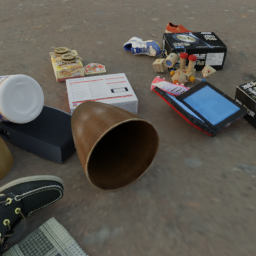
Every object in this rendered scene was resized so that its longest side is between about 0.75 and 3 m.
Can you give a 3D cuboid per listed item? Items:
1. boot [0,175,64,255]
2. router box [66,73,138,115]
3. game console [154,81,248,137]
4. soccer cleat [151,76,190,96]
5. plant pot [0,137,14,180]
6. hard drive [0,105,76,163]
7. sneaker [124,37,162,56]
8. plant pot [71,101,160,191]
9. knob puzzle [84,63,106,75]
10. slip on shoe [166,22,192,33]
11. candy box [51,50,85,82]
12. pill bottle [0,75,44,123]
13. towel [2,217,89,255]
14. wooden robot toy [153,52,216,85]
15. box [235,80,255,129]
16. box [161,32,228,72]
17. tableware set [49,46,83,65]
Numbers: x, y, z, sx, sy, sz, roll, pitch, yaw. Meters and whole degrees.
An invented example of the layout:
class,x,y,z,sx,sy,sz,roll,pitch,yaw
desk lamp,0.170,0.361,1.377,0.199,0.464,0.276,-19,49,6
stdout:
class,x,y,z,sx,sy,sz,roll,pitch,yaw
boot,-2.678,2.383,6.072,2.980,1.076,2.251,-17,43,-12
router box,-1.091,-1.280,11.113,2.528,0.618,2.269,-8,39,-10
game console,2.512,-1.008,9.956,2.152,1.482,2.497,24,19,-41
soccer cleat,1.811,-1.588,11.688,1.738,0.580,0.665,23,86,12
plant pot,-4.342,0.479,7.884,1.706,1.831,1.706,0,39,0
hard drive,-2.814,0.017,9.454,2.842,0.601,1.917,20,42,23
sneaker,0.730,-4.132,14.769,1.004,0.858,2.279,-37,42,-26
plant pot,-0.682,0.199,8.033,2.200,2.200,2.354,-21,39,-25
knob puzzle,-1.660,-2.956,13.650,1.236,0.171,1.236,0,38,0
slip on shoe,3.228,-5.980,17.178,2.075,0.635,0.769,30,45,30
candy box,-2.901,-2.993,13.329,1.263,0.605,2.188,-11,38,-15
pill bottle,-3.884,-0.920,8.784,2.373,1.420,1.420,6,34,40
towel,-1.808,2.857,6.161,1.427,0.256,1.482,-33,50,-31
wooden robot toy,2.245,-2.464,12.294,2.890,1.273,1.312,22,54,27
box,5.514,-0.923,9.993,2.546,1.097,2.085,-18,41,-8
box,3.208,-3.858,13.988,2.712,1.168,2.221,-2,37,-3
tableware set,-2.988,-3.531,13.242,1.114,0.338,1.686,-20,41,-25
